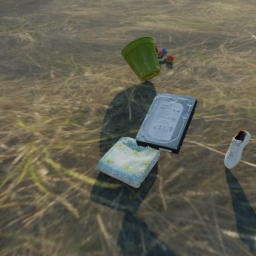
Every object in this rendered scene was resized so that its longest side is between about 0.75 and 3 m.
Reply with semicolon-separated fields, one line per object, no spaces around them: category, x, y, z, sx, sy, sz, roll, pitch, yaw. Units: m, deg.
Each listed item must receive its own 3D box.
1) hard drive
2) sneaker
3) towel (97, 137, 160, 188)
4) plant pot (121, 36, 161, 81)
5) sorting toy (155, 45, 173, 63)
hard drive;0.993;-0.171;7.137;1.132;0.307;1.621;12;58;28
sneaker;2.717;0.508;7.158;0.381;0.443;1.045;25;86;47
towel;0.057;0.812;7.233;1.185;0.333;1.384;19;43;24
plant pot;0.591;-2.504;10.510;1.322;1.322;1.273;-19;79;-23
sorting toy;1.252;-3.375;12.377;1.761;0.298;0.849;16;50;20
